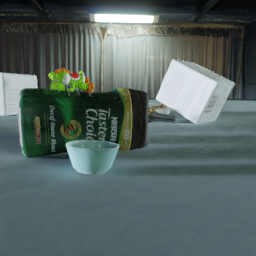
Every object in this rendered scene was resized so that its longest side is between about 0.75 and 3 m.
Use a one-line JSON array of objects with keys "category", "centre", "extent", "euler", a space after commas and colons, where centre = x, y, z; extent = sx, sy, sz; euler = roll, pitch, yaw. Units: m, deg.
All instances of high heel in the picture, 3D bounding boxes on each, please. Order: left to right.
[{"category": "high heel", "centre": [1.163, -0.842, 13.586], "extent": [1.821, 0.912, 2.554], "euler": [6, 16, -6]}]

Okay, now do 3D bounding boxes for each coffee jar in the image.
[{"category": "coffee jar", "centre": [-0.943, -0.175, 6.552], "extent": [2.956, 1.541, 1.261], "euler": [-3, 13, -15]}]

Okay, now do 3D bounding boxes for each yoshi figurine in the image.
[{"category": "yoshi figurine", "centre": [-3.446, -2.469, 16.351], "extent": [1.545, 1.539, 2.749], "euler": [-17, -17, 42]}]

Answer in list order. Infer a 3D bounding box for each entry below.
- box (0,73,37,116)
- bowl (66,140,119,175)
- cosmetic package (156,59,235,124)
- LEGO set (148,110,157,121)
[{"category": "box", "centre": [-7.480, -2.047, 17.069], "extent": [2.820, 2.416, 2.806], "euler": [3, 8, 22]}, {"category": "bowl", "centre": [-0.650, 0.533, 5.090], "extent": [0.954, 0.499, 0.954], "euler": [4, 7, -1]}, {"category": "cosmetic package", "centre": [3.096, -1.719, 13.003], "extent": [2.469, 2.066, 2.053], "euler": [38, 29, 31]}, {"category": "LEGO set", "centre": [-0.203, -0.259, 9.960], "extent": [1.733, 1.305, 2.253], "euler": [-38, 22, -26]}]
